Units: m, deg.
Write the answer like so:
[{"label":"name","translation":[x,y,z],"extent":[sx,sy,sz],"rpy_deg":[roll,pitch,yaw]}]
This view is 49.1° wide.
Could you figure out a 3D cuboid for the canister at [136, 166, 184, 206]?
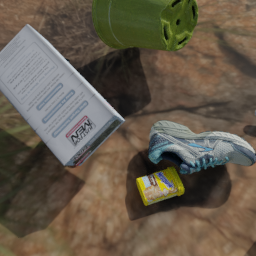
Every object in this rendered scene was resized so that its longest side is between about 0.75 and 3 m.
[{"label":"canister","translation":[0.694,1.279,6.171],"extent":[0.887,0.384,0.659],"rpy_deg":[-16,53,-9]}]

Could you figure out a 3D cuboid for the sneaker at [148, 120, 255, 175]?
[{"label":"sneaker","translation":[1.584,0.639,6.270],"extent":[2.384,0.925,1.029],"rpy_deg":[11,57,14]}]

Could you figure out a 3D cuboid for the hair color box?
[{"label":"hair color box","translation":[-1.618,-0.710,6.134],"extent":[1.444,0.885,2.918],"rpy_deg":[-45,75,3]}]

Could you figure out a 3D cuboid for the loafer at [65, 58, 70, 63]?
[{"label":"loafer","translation":[-2.213,-1.875,8.215],"extent":[1.109,0.401,0.404],"rpy_deg":[4,11,20]}]

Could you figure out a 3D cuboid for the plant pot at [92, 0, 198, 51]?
[{"label":"plant pot","translation":[0.613,-3.076,7.618],"extent":[2.351,2.351,2.233],"rpy_deg":[-37,46,-22]}]
